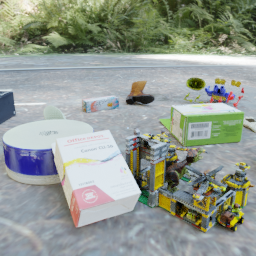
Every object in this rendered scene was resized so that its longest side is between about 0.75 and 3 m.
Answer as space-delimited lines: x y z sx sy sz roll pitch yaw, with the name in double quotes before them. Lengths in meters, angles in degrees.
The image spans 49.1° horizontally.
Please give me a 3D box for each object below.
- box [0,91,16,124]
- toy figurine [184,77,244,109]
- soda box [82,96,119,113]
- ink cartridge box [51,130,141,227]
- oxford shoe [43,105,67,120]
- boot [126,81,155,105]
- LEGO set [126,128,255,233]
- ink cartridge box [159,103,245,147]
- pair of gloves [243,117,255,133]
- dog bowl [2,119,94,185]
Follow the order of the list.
"box" -5.928 -0.807 11.422 1.900 1.115 1.868 2 19 3
"toy figurine" 4.427 -1.597 14.410 2.824 1.490 1.692 11 -7 23
"soda box" -1.293 -1.149 13.286 1.713 0.545 0.586 -11 22 -28
"ink cartridge box" -0.788 0.805 5.916 1.256 0.728 2.157 -10 49 -26
"oxford shoe" -2.202 -0.078 9.303 1.658 0.623 0.479 44 -11 11
"boot" 0.765 -1.867 14.448 1.537 0.559 1.633 -9 39 28
"LEGO set" 1.229 0.766 5.999 2.151 1.621 2.798 -14 23 -35
"ink cartridge box" 2.487 -0.391 10.256 2.080 1.066 2.815 -4 20 -11
"pair of gloves" 4.298 -0.163 10.813 1.618 0.284 1.375 0 19 1
"dog bowl" -2.106 0.549 7.690 2.418 0.952 2.418 0 19 0
